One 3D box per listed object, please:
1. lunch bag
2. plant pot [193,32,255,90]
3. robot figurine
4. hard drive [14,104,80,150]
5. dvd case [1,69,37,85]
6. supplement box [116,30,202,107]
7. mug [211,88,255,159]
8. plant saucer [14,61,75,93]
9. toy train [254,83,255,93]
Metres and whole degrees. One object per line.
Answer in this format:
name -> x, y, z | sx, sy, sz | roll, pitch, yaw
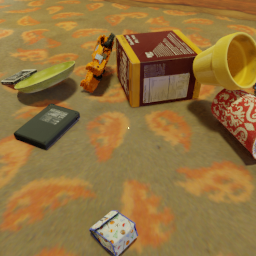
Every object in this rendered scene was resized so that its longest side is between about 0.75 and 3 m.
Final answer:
lunch bag -> -0.361, 2.362, 6.507 | 0.774, 0.564, 0.911 | -31, 35, -33
plant pot -> 3.171, -2.097, 9.372 | 1.781, 1.781, 1.676 | -27, 14, -30
robot figurine -> -1.239, -2.938, 12.019 | 0.801, 1.994, 2.751 | 21, 49, -10
hard drive -> -2.775, -0.106, 9.746 | 1.354, 0.319, 1.940 | 17, 42, 20
dvd case -> -4.808, -2.266, 12.378 | 0.986, 0.162, 1.312 | 7, 35, 35
supplement box -> 1.162, -2.553, 11.547 | 2.845, 1.889, 2.806 | -9, 40, -11
mug -> 4.061, -0.163, 9.223 | 1.594, 2.120, 2.389 | -46, 38, 10
plant saucer -> -3.324, -2.052, 11.519 | 2.633, 0.409, 2.633 | -18, 25, 9
toy train -> 5.625, -1.762, 11.534 | 0.756, 0.574, 1.323 | -12, 33, 34
